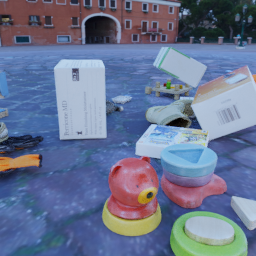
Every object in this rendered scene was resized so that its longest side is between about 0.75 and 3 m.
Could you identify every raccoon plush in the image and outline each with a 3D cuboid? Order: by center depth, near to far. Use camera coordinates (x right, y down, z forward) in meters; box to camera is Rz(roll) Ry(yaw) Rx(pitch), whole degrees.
[{"bbox_3d":[-0.738,-0.837,12.134,1.225,0.593,0.821,-4,28,-11],"label":"raccoon plush"}]

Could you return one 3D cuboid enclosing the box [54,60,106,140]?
[{"bbox_3d":[-1.637,-1.117,10.035,1.594,2.426,2.439,-3,20,-7],"label":"box"}]

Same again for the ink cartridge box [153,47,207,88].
[{"bbox_3d":[1.702,-2.134,9.614,1.376,0.780,1.878,25,14,-9],"label":"ink cartridge box"}]

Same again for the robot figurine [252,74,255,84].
[{"bbox_3d":[5.252,-1.377,11.966,2.857,2.055,1.666,-21,-15,-43],"label":"robot figurine"}]

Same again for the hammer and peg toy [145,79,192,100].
[{"bbox_3d":[2.202,-2.254,15.603,2.341,0.825,1.722,15,25,36],"label":"hammer and peg toy"}]

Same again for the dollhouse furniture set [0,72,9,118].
[{"bbox_3d":[-6.071,-1.373,11.346,1.937,2.051,1.339,8,20,21],"label":"dollhouse furniture set"}]

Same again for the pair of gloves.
[{"bbox_3d":[-3.691,0.795,7.839,2.561,0.355,2.875,-6,18,-14],"label":"pair of gloves"}]

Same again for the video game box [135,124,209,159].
[{"bbox_3d":[1.425,0.440,8.659,1.972,0.462,1.797,6,23,18],"label":"video game box"}]

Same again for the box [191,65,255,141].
[{"bbox_3d":[3.524,-0.950,9.820,1.986,1.387,2.608,-23,13,26],"label":"box"}]

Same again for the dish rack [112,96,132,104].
[{"bbox_3d":[-0.308,-1.430,14.247,0.787,0.200,0.917,12,23,27],"label":"dish rack"}]

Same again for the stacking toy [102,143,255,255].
[{"bbox_3d":[1.254,1.141,5.486,2.702,1.261,2.984,18,27,41],"label":"stacking toy"}]

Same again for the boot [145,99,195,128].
[{"bbox_3d":[1.989,-0.440,10.577,2.260,0.814,1.747,-12,21,-15],"label":"boot"}]

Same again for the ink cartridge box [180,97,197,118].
[{"bbox_3d":[2.809,-0.902,12.118,1.907,0.636,1.105,3,20,9],"label":"ink cartridge box"}]

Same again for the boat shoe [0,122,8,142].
[{"bbox_3d":[-4.098,0.259,8.151,0.565,0.517,1.513,4,19,10],"label":"boat shoe"}]
